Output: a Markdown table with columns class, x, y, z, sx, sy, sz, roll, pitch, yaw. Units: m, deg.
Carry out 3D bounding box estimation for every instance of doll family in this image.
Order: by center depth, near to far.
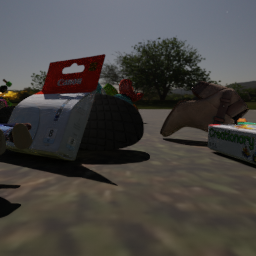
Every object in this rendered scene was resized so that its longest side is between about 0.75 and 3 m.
| class | x | y | z | sx | sy | sz | roll | pitch | yaw |
| --- | --- | --- | --- | --- | --- | --- | --- | --- | --- |
| doll family | -1.612 | 0.192 | 2.188 | 1.752 | 0.688 | 1.013 | 3 | -2 | -40 |

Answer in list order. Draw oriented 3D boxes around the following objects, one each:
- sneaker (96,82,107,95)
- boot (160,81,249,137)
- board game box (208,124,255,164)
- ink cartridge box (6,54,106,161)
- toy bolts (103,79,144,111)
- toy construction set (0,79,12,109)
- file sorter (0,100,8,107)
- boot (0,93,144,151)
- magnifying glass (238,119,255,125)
| class | x | y | z | sx | sy | sz | roll | pitch | yaw |
| --- | --- | --- | --- | --- | --- | --- | --- | --- | --- |
| sneaker | -1.904 | -0.711 | 7.591 | 2.879 | 1.147 | 1.116 | -8 | 26 | 17 |
| boot | 1.433 | -0.152 | 5.278 | 1.101 | 1.506 | 0.529 | 44 | 16 | 30 |
| board game box | 2.039 | 0.213 | 3.085 | 1.412 | 0.387 | 2.237 | 0 | 5 | -11 |
| ink cartridge box | -1.005 | -0.363 | 3.741 | 1.187 | 1.483 | 0.351 | 3 | -19 | 36 |
| toy bolts | -0.476 | -0.731 | 11.850 | 2.351 | 1.707 | 2.462 | 42 | -26 | -23 |
| toy construction set | -3.916 | -0.477 | 8.613 | 1.468 | 1.128 | 1.224 | -52 | 1 | -39 |
| file sorter | -2.899 | -0.129 | 5.024 | 1.244 | 0.780 | 0.864 | 0 | 6 | 1 |
| boot | -0.842 | -0.154 | 4.923 | 2.477 | 0.864 | 1.631 | 4 | 4 | 12 |
| magnifying glass | 2.862 | -0.047 | 7.133 | 1.067 | 0.300 | 2.681 | 2 | 4 | 23 |
